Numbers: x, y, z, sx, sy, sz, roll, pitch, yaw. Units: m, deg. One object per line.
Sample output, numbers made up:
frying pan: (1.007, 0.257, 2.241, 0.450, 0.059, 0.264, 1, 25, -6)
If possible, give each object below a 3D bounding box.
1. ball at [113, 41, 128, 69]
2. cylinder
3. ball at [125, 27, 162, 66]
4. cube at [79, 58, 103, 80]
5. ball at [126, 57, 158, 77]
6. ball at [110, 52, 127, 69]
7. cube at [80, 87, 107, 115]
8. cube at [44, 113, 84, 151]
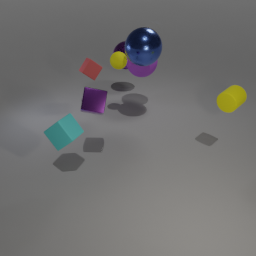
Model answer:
ball: (-0.078, -3.693, 14.242, 1.400, 1.400, 1.400, 0, 30, 0)
cylinder: (3.364, -0.948, 9.103, 0.700, 0.700, 0.700, 26, 45, 38)
ball: (0.575, -3.014, 10.439, 1.400, 1.400, 1.400, 0, 30, 0)
cube: (-1.692, -2.668, 12.661, 0.700, 0.700, 0.700, 30, 5, -28)
ball: (0.610, -2.960, 12.418, 1.400, 1.400, 1.400, 0, 30, 0)
ball: (-0.381, -2.731, 11.343, 0.700, 0.700, 0.700, 0, 30, 0)
cube: (-1.061, -0.814, 8.643, 0.700, 0.700, 0.700, 10, -3, -10)
cube: (-1.880, 0.112, 8.246, 0.700, 0.700, 0.700, -31, 9, 29)
